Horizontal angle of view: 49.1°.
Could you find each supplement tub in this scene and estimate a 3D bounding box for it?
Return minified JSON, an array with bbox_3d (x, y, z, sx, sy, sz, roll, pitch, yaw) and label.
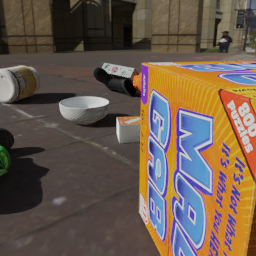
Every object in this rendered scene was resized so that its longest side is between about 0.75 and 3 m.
[{"bbox_3d":[-5.678,-2.298,14.339,1.667,1.667,2.309,6,20,17],"label":"supplement tub"}]

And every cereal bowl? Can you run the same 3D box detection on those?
[{"bbox_3d":[-1.669,-0.640,10.854,1.898,0.791,1.898,0,19,0],"label":"cereal bowl"}]

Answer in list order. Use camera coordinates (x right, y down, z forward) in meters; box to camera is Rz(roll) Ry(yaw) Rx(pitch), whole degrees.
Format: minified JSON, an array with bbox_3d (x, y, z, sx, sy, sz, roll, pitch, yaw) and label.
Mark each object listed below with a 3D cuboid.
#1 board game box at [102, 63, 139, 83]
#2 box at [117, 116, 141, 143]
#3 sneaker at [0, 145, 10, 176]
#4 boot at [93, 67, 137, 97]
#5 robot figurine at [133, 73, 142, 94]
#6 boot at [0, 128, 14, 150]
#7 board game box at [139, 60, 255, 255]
[{"bbox_3d":[-0.342,-3.082,16.795,2.153,0.692,1.589,17,-13,29],"label":"board game box"},{"bbox_3d":[0.318,0.033,9.110,1.313,0.640,0.817,-3,20,-7],"label":"box"},{"bbox_3d":[-3.302,0.791,6.347,1.144,1.014,2.738,-12,22,-21],"label":"sneaker"},{"bbox_3d":[-0.755,-2.559,15.411,1.844,0.734,2.237,36,-4,-38],"label":"boot"},{"bbox_3d":[1.317,-2.296,14.919,2.215,1.593,1.292,15,63,33],"label":"robot figurine"},{"bbox_3d":[-4.841,0.237,8.465,2.059,0.820,2.498,-12,18,-36],"label":"boot"},{"bbox_3d":[1.929,0.608,3.999,2.855,2.857,2.855,-5,20,-14],"label":"board game box"}]
